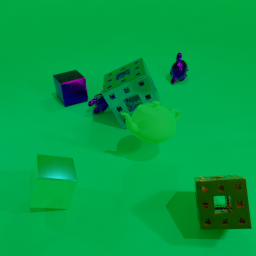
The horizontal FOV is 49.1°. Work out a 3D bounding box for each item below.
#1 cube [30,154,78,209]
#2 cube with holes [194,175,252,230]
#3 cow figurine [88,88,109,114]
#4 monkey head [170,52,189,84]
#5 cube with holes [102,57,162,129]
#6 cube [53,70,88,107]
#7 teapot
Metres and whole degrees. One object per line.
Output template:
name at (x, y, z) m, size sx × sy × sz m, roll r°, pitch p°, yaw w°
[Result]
cube at (-1.544, 1.095, 5.734) m, size 0.769 × 0.769 × 0.769 m, roll 10°, pitch 27°, yaw -24°
cube with holes at (1.667, 1.316, 5.083) m, size 0.821 × 0.821 × 0.821 m, roll -5°, pitch -6°, yaw 10°
cow figurine at (-0.809, -0.905, 9.066) m, size 1.015 × 0.566 × 1.032 m, roll -45°, pitch 21°, yaw -31°
monkey head at (1.928, -2.309, 11.117) m, size 0.904 × 1.256 × 0.757 m, roll 13°, pitch 0°, yaw 41°
cube with holes at (0.134, -1.048, 8.353) m, size 1.310 × 1.310 × 1.310 m, roll -22°, pitch 31°, yaw 12°
cube at (-1.969, -1.382, 9.638) m, size 0.872 × 0.872 × 0.872 m, roll -20°, pitch 38°, yaw -24°
teapot at (0.553, -0.194, 6.567) m, size 1.800 × 0.881 × 1.119 m, roll -9°, pitch 28°, yaw -34°
